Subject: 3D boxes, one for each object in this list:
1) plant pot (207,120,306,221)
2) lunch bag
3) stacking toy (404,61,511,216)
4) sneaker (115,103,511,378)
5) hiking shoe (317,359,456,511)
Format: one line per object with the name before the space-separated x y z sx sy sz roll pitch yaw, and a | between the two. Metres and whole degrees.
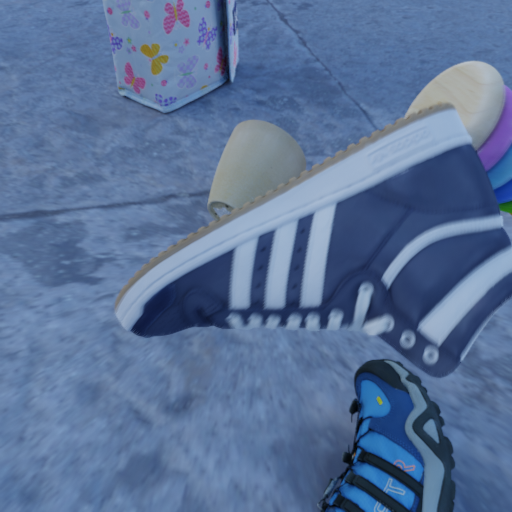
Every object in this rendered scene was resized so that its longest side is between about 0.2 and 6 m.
plant pot | -0.118 -1.123 8.708 1.337 1.337 1.427 19 60 21
lunch bag | -1.454 -4.950 11.924 2.001 2.669 3.148 26 46 28
stacking toy | 2.259 -0.673 4.697 2.170 0.926 0.926 26 34 -25
sneaker | 0.404 0.315 3.934 2.848 1.545 0.998 -29 -6 15
hiking shoe | 1.035 2.107 4.896 1.282 1.100 2.958 1 41 -1
